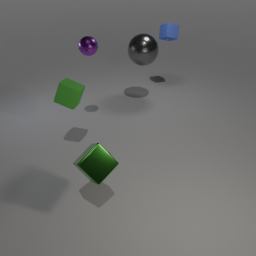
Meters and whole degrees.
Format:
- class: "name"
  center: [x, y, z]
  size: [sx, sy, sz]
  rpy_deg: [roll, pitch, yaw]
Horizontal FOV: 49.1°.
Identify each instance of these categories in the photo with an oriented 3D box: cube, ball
- class: "cube"
  center: [-0.778, 0.845, 6.683]
  size: [0.700, 0.700, 0.700]
  rpy_deg: [-46, 11, -17]
- class: "ball"
  center: [0.683, -3.527, 12.650]
  size: [1.400, 1.400, 1.400]
  rpy_deg: [0, 30, 0]
- class: "cube"
  center: [-1.892, -1.117, 9.100]
  size: [0.700, 0.700, 0.700]
  rpy_deg: [23, 23, -3]
- class: "ball"
  center: [-1.443, -2.967, 10.150]
  size: [0.700, 0.700, 0.700]
  rpy_deg: [0, 30, 0]
- class: "cube"
  center: [2.047, -4.792, 13.989]
  size: [0.700, 0.700, 0.700]
  rpy_deg: [0, 8, -29]
